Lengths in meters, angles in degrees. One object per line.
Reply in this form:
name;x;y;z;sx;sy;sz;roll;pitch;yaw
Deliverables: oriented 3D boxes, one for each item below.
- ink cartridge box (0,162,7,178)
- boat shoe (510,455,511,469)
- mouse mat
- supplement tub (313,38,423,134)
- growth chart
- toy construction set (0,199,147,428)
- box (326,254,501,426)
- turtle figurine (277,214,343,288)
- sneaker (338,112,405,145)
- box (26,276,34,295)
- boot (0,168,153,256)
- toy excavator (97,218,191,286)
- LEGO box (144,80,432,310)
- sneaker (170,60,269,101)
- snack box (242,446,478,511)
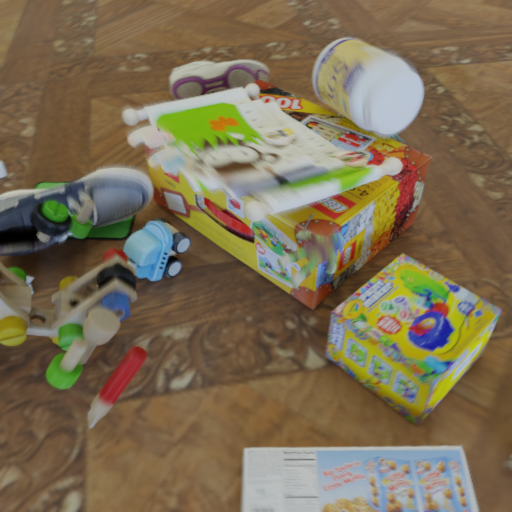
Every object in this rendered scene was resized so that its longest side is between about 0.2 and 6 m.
ink cartridge box;-5.590;-1.852;11.518;0.572;0.330;0.787;-30;51;-28
boat shoe;3.804;2.185;7.172;1.798;0.661;0.600;-30;17;-18
mouse mat;-3.362;-0.889;10.706;2.183;0.082;1.757;0;43;1
supplement tub;1.914;-2.954;9.755;1.257;1.257;1.729;-19;42;-19
growth chart;-0.191;-1.801;9.032;3.002;0.368;4.148;-24;45;-26
toy construction set;-3.014;1.038;7.682;3.118;2.396;2.600;48;28;24
box;2.165;1.110;7.910;1.631;1.033;1.694;34;53;31
turtle figurine;0.768;0.009;7.795;0.904;0.671;0.933;-33;27;-8
sneaker;2.518;-2.876;12.356;1.112;0.945;2.437;5;47;-15
box;-4.064;0.725;8.870;0.654;0.256;1.073;13;45;13
boot;-3.159;-0.668;9.587;2.863;1.041;1.293;-14;32;-5
toy excavator;-1.958;0.111;9.087;0.727;1.416;1.456;37;26;31
LEGO box;0.482;-1.354;10.086;4.059;1.566;3.023;33;53;30
sneaker;-0.936;-4.527;13.889;2.491;0.933;1.241;-8;44;-8
snack box;1.170;2.751;6.571;2.652;0.322;0.953;-1;47;2
